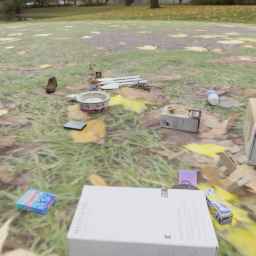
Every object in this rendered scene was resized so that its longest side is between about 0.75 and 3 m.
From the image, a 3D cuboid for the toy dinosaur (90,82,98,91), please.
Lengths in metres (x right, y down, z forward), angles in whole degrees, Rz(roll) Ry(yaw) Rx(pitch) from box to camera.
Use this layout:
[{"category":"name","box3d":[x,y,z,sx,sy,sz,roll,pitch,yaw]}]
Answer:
[{"category":"toy dinosaur","box3d":[-1.959,-2.202,15.683,0.898,0.471,0.815,-22,19,42]}]

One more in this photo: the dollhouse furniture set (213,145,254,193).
[{"category":"dollhouse furniture set","box3d":[2.993,1.234,8.148,0.677,0.956,1.041,-16,61,-31]}]

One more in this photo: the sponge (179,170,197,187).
[{"category":"sponge","box3d":[1.775,1.565,8.321,0.507,0.136,0.909,5,27,11]}]

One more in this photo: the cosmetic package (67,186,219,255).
[{"category":"cosmetic package","box3d":[0.280,2.180,5.989,2.804,1.138,1.582,2,29,2]}]

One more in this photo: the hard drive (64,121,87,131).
[{"category":"hard drive","box3d":[-2.169,-0.092,11.579,0.786,0.129,0.548,9,28,17]}]

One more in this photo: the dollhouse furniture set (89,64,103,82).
[{"category":"dollhouse furniture set","box3d":[-1.922,-3.298,16.976,0.752,0.992,1.132,-4,0,-5]}]

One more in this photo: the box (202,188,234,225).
[{"category":"box","box3d":[2.281,2.013,7.231,0.352,0.323,1.004,-7,29,-14]}]

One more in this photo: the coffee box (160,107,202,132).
[{"category":"coffee box","box3d":[2.200,-0.375,11.585,1.559,0.622,0.881,8,28,15]}]

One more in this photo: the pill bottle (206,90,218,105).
[{"category":"pill bottle","box3d":[4.187,-1.495,13.901,0.521,0.521,0.929,2,26,3]}]

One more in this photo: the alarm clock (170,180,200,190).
[{"category":"alarm clock","box3d":[1.552,1.806,7.534,0.957,0.472,1.418,5,24,10]}]

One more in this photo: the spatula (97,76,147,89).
[{"category":"spatula","box3d":[-0.362,-2.763,16.807,2.811,0.226,1.954,-7,22,-16]}]

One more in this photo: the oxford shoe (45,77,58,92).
[{"category":"oxford shoe","box3d":[-4.315,-2.463,15.653,0.583,0.677,1.604,-1,28,-6]}]

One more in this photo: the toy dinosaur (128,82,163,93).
[{"category":"toy dinosaur","box3d":[0.959,-2.339,15.684,1.989,0.472,0.876,9,22,10]}]

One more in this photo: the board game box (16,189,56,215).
[{"category":"board game box","box3d":[-2.439,1.959,7.486,0.825,0.186,0.627,8,28,15]}]

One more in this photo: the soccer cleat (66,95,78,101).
[{"category":"soccer cleat","box3d":[-2.607,-1.521,14.139,1.107,0.384,0.429,6,25,18]}]

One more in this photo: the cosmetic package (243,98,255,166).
[{"category":"cosmetic package","box3d":[4.716,0.074,9.839,0.978,1.447,2.751,8,27,15]}]

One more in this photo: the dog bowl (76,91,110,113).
[{"category":"dog bowl","box3d":[-1.633,-1.216,13.287,1.593,0.587,1.593,-1,27,0]}]
